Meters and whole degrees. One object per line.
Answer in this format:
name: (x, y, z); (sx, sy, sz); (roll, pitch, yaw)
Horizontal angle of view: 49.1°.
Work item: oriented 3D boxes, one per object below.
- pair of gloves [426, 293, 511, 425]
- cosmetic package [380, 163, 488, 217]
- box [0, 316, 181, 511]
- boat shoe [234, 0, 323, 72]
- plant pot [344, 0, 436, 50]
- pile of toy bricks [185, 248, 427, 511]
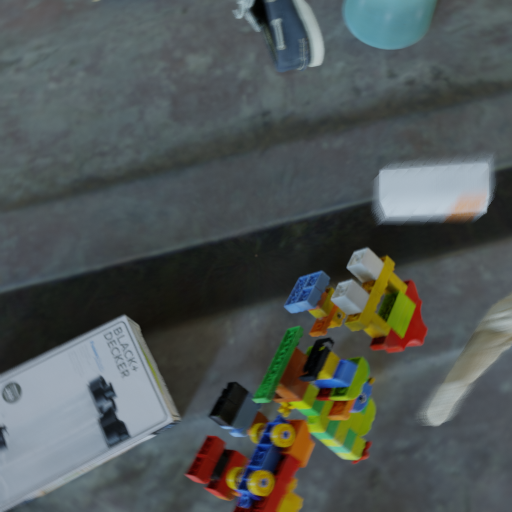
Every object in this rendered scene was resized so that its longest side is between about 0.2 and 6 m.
pair of gloves: (3.391, 0.742, 7.307); (0.524, 2.987, 2.540); (35, 36, 20)
cosmetic package: (2.547, -0.930, 8.041); (1.430, 0.726, 0.510); (-1, 76, 20)
box: (-3.217, 2.637, 9.269); (3.409, 1.025, 1.989); (-25, 75, -8)
boat shoe: (0.151, -3.162, 7.108); (0.653, 0.791, 2.112); (-19, 72, -11)
plant pot: (2.859, -5.542, 11.528); (1.902, 1.527, 1.902); (0, 72, 0)
pile of toy bricks: (1.107, 2.378, 9.012); (2.275, 2.557, 4.608); (42, 58, -17)
